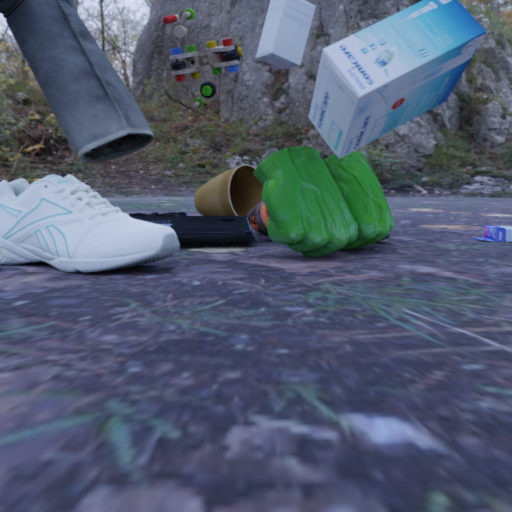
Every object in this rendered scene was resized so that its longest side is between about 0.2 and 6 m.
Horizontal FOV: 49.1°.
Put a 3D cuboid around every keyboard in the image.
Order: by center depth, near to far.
[{"bbox_3d":[-2.058,-0.465,10.726,3.955,0.507,2.375,0,14,-4],"label":"keyboard"}]

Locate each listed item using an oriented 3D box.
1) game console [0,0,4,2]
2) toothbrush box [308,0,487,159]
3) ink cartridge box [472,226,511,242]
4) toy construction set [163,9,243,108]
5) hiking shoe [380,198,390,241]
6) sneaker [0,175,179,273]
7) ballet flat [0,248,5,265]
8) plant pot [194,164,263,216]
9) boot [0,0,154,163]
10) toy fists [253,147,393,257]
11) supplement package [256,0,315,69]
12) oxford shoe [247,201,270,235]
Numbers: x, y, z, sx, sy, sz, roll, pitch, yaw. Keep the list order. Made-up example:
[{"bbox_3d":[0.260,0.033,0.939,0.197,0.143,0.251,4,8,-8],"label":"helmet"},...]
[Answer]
[{"bbox_3d":[-3.161,-3.752,6.645,0.697,1.197,1.053,-36,9,-14],"label":"game console"},{"bbox_3d":[1.864,-2.472,7.767,2.064,0.880,1.511,-28,-17,-13],"label":"toothbrush box"},{"bbox_3d":[5.154,-0.433,11.115,1.484,0.311,0.886,-1,7,8],"label":"ink cartridge box"},{"bbox_3d":[-1.010,-3.990,10.831,1.370,1.642,1.262,-30,17,24],"label":"toy construction set"},{"bbox_3d":[1.786,-0.783,11.140,1.899,0.956,0.719,6,9,38],"label":"hiking shoe"},{"bbox_3d":[-2.501,-0.460,7.594,3.182,1.275,1.119,5,7,24],"label":"sneaker"},{"bbox_3d":[-3.837,-0.029,6.541,0.731,0.731,2.036,2,8,17],"label":"ballet flat"},{"bbox_3d":[-0.850,-1.639,15.827,1.776,1.655,1.655,-3,4,40],"label":"plant pot"},{"bbox_3d":[-3.108,-2.904,7.903,1.204,3.317,3.016,-17,4,36],"label":"boot"},{"bbox_3d":[1.193,-0.789,9.071,1.077,1.596,3.131,-35,-15,33],"label":"toy fists"},{"bbox_3d":[0.531,-4.084,10.232,0.648,1.109,0.650,13,4,-30],"label":"supplement package"},{"bbox_3d":[0.317,-0.758,12.093,1.043,1.024,2.877,-26,2,15],"label":"oxford shoe"}]
